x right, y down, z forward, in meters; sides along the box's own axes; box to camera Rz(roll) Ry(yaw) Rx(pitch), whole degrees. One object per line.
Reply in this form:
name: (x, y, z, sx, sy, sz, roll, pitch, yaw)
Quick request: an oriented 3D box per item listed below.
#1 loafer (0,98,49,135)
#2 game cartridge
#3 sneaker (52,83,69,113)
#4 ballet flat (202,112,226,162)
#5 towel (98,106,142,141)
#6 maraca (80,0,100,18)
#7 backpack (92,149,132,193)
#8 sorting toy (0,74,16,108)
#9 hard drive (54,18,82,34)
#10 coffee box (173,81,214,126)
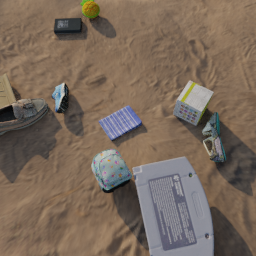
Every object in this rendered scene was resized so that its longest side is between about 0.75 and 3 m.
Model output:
loafer: (-3.881, -0.413, 9.334, 2.458, 0.773, 0.884, -26, 65, -13)
game cartridge: (1.295, 2.274, 7.770, 1.854, 0.569, 2.786, -12, 72, 2)
sneaker: (-2.433, -1.014, 9.931, 0.548, 0.478, 1.219, -10, 56, 15)
ballet flat: (2.740, 0.265, 9.096, 0.647, 0.647, 1.798, 1, 61, 1)
towel: (-0.256, -0.197, 9.579, 1.256, 0.150, 0.909, -29, 65, -15)
maraca: (-1.627, -5.156, 12.009, 0.757, 0.591, 1.104, -22, 68, -7)
backpack: (-0.525, 1.198, 8.259, 1.006, 0.878, 1.145, -25, 65, -18)
sorting toy: (-5.071, -1.311, 10.130, 1.714, 0.308, 2.300, -25, 64, -8)
hard drive: (-2.519, -4.306, 11.784, 1.121, 0.184, 0.782, -3, 62, -1)
coffee box: (2.199, -0.828, 9.473, 0.916, 0.924, 0.926, 29, 65, 15)
